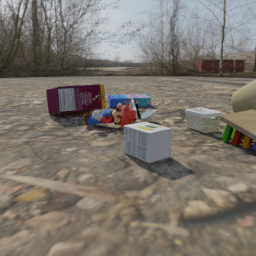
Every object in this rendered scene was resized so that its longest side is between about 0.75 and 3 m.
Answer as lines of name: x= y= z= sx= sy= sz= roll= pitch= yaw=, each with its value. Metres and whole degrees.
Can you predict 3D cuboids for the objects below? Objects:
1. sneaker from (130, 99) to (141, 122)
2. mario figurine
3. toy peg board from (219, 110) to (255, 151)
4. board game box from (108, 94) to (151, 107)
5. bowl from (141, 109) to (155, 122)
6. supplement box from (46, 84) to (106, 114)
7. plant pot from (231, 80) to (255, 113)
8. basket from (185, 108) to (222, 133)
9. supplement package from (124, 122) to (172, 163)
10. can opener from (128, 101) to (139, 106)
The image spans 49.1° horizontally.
sneaker: x=0.204 y=-0.838 z=13.118 sx=0.590 sy=0.550 sz=1.489 roll=-26 pitch=37 yaw=15
mario figurine: x=-0.733 y=-0.662 z=11.903 sx=2.258 sy=1.197 sz=1.394 roll=-2 pitch=47 yaw=23
toy peg board: x=4.329 y=0.236 z=9.543 sx=1.857 sy=0.908 sz=1.849 roll=-10 pitch=32 yaw=-30
board game box: x=0.025 y=-1.770 z=17.965 sx=2.546 sy=0.573 sz=1.936 roll=-2 pitch=14 yaw=-8
bowl: x=0.956 y=-0.513 z=12.980 sx=0.775 sy=0.348 sz=0.775 roll=-25 pitch=22 yaw=11
supplement box: x=-2.764 y=-1.557 z=14.965 sx=2.670 sy=1.378 sz=1.748 roll=-9 pitch=8 yaw=-31
plant pot: x=6.310 y=-1.302 z=12.681 sx=2.626 sy=2.626 sz=2.803 roll=-12 pitch=2 yaw=-41
basket: x=3.070 y=-0.330 z=11.510 sx=0.890 sy=0.810 sz=1.313 roll=-7 pitch=14 yaw=-25
supplement package: x=0.575 y=0.387 z=8.357 sx=0.896 sy=0.889 sz=1.180 roll=-10 pitch=17 yaw=-37
can opener: x=0.244 y=-1.103 z=15.578 sx=0.587 sy=0.728 sz=1.852 roll=39 pitch=16 yaw=-7
